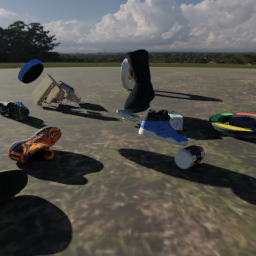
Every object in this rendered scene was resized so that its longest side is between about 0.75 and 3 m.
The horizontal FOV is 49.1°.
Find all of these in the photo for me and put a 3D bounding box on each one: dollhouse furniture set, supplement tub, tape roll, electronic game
[{"bbox_3d":[-3.734,-1.539,15.482,2.340,1.527,2.209,28,14,-49],"label":"dollhouse furniture set"},{"bbox_3d":[1.639,0.732,7.334,0.504,0.504,0.822,14,20,41],"label":"supplement tub"},{"bbox_3d":[0.044,-4.059,21.129,0.420,2.300,2.300,6,17,19],"label":"tape roll"},{"bbox_3d":[4.287,-0.189,10.458,2.480,0.516,2.480,-2,18,1],"label":"electronic game"}]

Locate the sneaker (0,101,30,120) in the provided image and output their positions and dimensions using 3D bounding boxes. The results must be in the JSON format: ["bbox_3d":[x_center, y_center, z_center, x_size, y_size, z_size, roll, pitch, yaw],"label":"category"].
[{"bbox_3d":[-4.982,-0.896,12.610,2.073,0.814,0.924,13,23,40],"label":"sneaker"}]

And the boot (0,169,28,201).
[{"bbox_3d":[-3.123,1.137,5.730,1.309,0.626,1.733,9,18,37],"label":"boot"}]

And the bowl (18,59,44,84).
[{"bbox_3d":[-3.871,-2.244,11.250,0.228,1.160,1.160,45,27,6],"label":"bowl"}]

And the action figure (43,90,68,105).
[{"bbox_3d":[-4.077,-1.510,15.266,1.258,0.843,0.937,-7,43,-47],"label":"action figure"}]

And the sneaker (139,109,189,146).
[{"bbox_3d":[1.067,-0.049,7.448,1.471,0.819,0.565,15,5,-17],"label":"sneaker"}]

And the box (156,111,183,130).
[{"bbox_3d":[1.521,-0.316,11.004,0.993,0.544,1.126,-2,16,-6],"label":"box"}]

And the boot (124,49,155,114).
[{"bbox_3d":[0.367,-2.151,12.419,1.112,2.446,2.911,-5,22,23],"label":"boot"}]

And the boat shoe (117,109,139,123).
[{"bbox_3d":[-0.071,-0.428,11.379,1.031,0.440,0.381,16,35,-30],"label":"boat shoe"}]

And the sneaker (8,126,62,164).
[{"bbox_3d":[-2.331,0.553,7.920,1.022,0.708,1.825,13,30,28],"label":"sneaker"}]
